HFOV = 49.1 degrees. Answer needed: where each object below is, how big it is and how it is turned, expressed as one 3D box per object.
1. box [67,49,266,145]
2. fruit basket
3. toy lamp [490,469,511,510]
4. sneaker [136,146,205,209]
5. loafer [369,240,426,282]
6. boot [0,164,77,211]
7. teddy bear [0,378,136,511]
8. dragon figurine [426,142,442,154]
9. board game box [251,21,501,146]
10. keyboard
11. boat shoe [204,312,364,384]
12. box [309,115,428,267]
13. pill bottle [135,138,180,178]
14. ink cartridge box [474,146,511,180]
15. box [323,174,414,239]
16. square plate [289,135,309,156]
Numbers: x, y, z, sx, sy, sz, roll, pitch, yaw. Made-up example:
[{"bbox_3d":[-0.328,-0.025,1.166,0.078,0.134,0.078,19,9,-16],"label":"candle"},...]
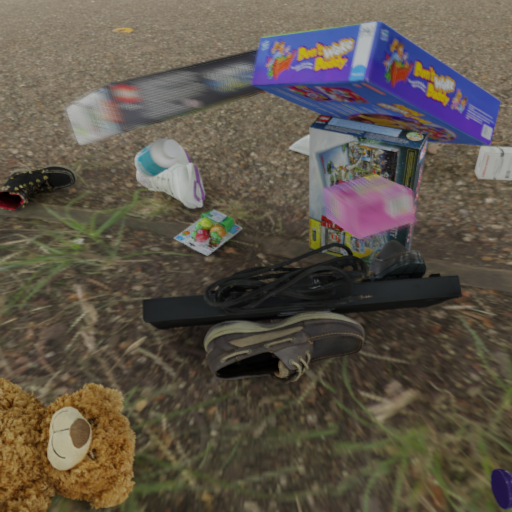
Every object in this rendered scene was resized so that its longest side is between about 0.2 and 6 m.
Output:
[{"bbox_3d":[-1.152,-3.082,10.458,4.179,0.726,2.300,-25,17,-29],"label":"box"},{"bbox_3d":[-1.015,-0.512,11.778,1.020,0.516,1.101,27,46,33],"label":"fruit basket"},{"bbox_3d":[3.913,2.815,6.940,1.841,0.536,0.536,-4,35,-5],"label":"toy lamp"},{"bbox_3d":[-2.043,-1.737,13.276,1.409,1.059,2.828,-17,30,-11],"label":"sneaker"},{"bbox_3d":[2.312,0.110,9.558,0.776,2.132,0.771,-2,79,-5],"label":"loafer"},{"bbox_3d":[-5.264,-1.619,13.250,1.755,0.642,1.321,2,33,9],"label":"boot"},{"bbox_3d":[-3.267,2.498,6.864,3.438,1.148,2.493,3,37,4],"label":"teddy bear"},{"bbox_3d":[3.848,-3.778,15.432,4.270,1.257,2.123,-14,50,-23],"label":"dragon figurine"},{"bbox_3d":[2.153,-2.839,9.771,3.757,0.841,2.526,8,6,-43],"label":"board game box"},{"bbox_3d":[0.759,0.439,8.768,4.951,2.577,0.981,-5,79,-7],"label":"keyboard"},{"bbox_3d":[0.448,1.525,8.627,2.500,0.931,0.916,-7,45,3],"label":"boat shoe"},{"bbox_3d":[1.989,-1.076,10.484,1.966,2.878,0.542,16,46,22],"label":"box"},{"bbox_3d":[-1.897,-1.933,10.922,0.577,0.577,1.042,-32,11,-38],"label":"pill bottle"},{"bbox_3d":[6.176,-2.350,14.210,1.037,0.761,0.430,4,35,3],"label":"ink cartridge box"},{"bbox_3d":[1.592,-0.736,8.029,0.894,0.491,1.016,-17,24,-12],"label":"box"},{"bbox_3d":[2.734,-3.251,15.871,2.646,0.380,2.671,24,41,30],"label":"square plate"}]
